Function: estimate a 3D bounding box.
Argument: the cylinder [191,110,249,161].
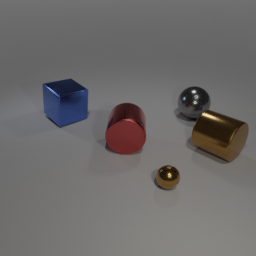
[{"bbox_3d":[3.148,0.239,9.619,1.400,1.400,1.400,-25,37,-38],"label":"cylinder"}]

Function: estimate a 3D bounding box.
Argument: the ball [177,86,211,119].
[{"bbox_3d":[2.841,-1.092,12.059,1.400,1.400,1.400,0,29,0],"label":"ball"}]

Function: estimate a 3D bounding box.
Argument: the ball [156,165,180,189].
[{"bbox_3d":[1.173,1.431,8.184,0.700,0.700,0.700,0,29,0],"label":"ball"}]

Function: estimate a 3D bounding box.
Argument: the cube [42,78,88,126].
[{"bbox_3d":[-2.656,-1.125,11.915,1.400,1.400,1.400,-20,40,-37],"label":"cube"}]

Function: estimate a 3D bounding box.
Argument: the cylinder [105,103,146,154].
[{"bbox_3d":[-0.056,-0.003,10.056,1.400,1.400,1.400,1,29,2],"label":"cylinder"}]
